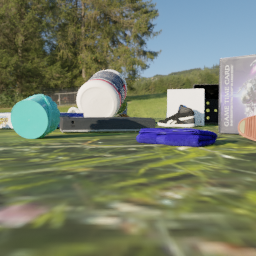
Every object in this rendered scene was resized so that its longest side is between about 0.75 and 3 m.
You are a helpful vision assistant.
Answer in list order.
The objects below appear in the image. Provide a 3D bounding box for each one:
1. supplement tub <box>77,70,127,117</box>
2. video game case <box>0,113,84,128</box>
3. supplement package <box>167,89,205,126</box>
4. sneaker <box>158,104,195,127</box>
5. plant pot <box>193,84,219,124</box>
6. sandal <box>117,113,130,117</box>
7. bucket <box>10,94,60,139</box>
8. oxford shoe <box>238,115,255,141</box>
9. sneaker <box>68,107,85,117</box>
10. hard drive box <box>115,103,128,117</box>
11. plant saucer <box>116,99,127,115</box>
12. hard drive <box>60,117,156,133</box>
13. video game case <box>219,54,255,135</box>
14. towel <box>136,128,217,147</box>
[{"bbox_3d":[-1.135,-1.634,13.432,1.972,1.972,2.809,1,25,10],"label":"supplement tub"},{"bbox_3d":[-3.517,-0.312,11.121,2.422,0.607,2.672,2,3,30],"label":"video game case"},{"bbox_3d":[2.867,-0.972,13.676,1.694,1.682,2.232,1,3,15],"label":"supplement package"},{"bbox_3d":[2.097,-0.534,12.082,1.729,0.967,0.632,2,3,36],"label":"sneaker"},{"bbox_3d":[4.616,-1.155,15.676,2.150,2.145,1.907,0,-8,5],"label":"plant pot"},{"bbox_3d":[-0.044,-0.483,14.913,2.167,0.592,0.886,0,3,-1],"label":"sandal"},{"bbox_3d":[-2.095,-0.244,6.358,1.017,1.017,0.662,0,13,7],"label":"bucket"},{"bbox_3d":[2.780,0.098,4.914,1.586,0.561,0.585,6,-13,26],"label":"oxford shoe"},{"bbox_3d":[-2.283,-0.553,15.197,2.379,0.927,1.182,13,3,36],"label":"sneaker"},{"bbox_3d":[-1.405,-1.049,16.267,2.257,0.867,1.759,10,-16,-25],"label":"hard drive box"},{"bbox_3d":[-1.122,-1.326,14.780,2.149,0.334,2.149,9,44,-9],"label":"plant saucer"},{"bbox_3d":[-0.742,-0.135,9.049,2.786,0.458,1.944,-1,3,-16],"label":"hard drive"},{"bbox_3d":[3.675,-0.828,6.838,2.880,2.057,0.273,2,4,38],"label":"video game case"},{"bbox_3d":[0.896,0.132,5.160,1.248,0.309,0.922,2,4,37],"label":"towel"}]
